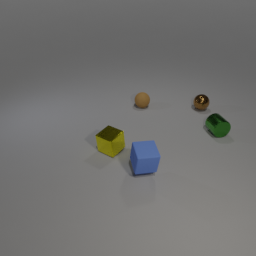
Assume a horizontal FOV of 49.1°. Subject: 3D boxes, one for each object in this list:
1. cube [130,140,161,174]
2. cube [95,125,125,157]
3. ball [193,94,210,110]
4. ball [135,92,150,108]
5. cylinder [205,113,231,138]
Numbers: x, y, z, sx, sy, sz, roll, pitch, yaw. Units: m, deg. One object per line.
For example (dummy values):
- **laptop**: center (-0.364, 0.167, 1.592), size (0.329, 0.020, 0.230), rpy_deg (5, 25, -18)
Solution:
- **cube**: center (0.498, 0.873, 8.400), size (0.700, 0.700, 0.700), rpy_deg (-4, 42, -13)
- **cube**: center (-0.594, 0.447, 9.589), size (0.700, 0.700, 0.700), rpy_deg (21, 43, 32)
- **ball**: center (3.238, -1.142, 12.353), size (0.700, 0.700, 0.700), rpy_deg (0, 30, 0)
- **ball**: center (0.643, -1.264, 12.616), size (0.700, 0.700, 0.700), rpy_deg (0, 30, 0)
- **cylinder**: center (3.408, -0.104, 10.627), size (0.700, 0.700, 0.700), rpy_deg (-7, 31, -12)
